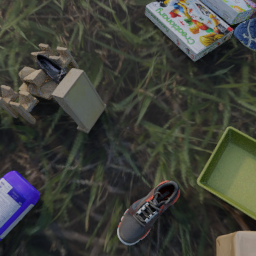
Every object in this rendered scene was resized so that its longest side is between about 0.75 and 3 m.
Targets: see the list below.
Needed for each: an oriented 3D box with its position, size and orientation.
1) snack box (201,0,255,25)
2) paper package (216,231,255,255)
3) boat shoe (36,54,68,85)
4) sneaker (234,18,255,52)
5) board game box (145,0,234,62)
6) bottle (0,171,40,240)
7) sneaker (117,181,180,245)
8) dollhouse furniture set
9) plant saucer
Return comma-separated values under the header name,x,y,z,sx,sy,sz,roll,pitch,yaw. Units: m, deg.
name,x,y,z,sx,sy,sz,roll,pitch,yaw
snack box,3.148,-4.170,9.102,1.285,0.479,1.807,-29,68,-32
paper package,3.129,3.324,5.372,2.517,1.302,2.399,6,65,2
boat shoe,-1.946,-1.496,7.330,1.237,0.353,0.414,37,74,12
sneaker,4.097,-2.382,7.976,2.455,1.046,0.946,11,89,-6
board game box,1.903,-3.385,8.954,1.548,0.424,2.453,-35,70,-14
bottle,-3.102,2.085,6.238,0.974,0.762,2.333,36,70,16
sneaker,0.464,1.816,6.363,0.719,0.764,1.866,40,71,17
dollhouse furniture set,-1.938,-0.924,7.598,2.246,1.462,2.063,18,64,31
plant saucer,2.835,1.144,6.859,1.815,0.434,1.812,31,69,13
